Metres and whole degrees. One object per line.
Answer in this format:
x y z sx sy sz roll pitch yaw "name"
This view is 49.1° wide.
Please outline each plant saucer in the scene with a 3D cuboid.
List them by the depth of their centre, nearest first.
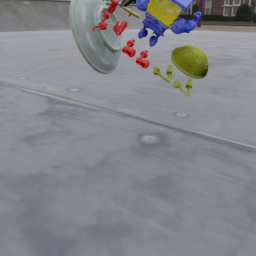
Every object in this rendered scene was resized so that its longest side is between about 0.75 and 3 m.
-0.705 -2.788 8.085 0.595 2.369 2.369 -10 17 28 "plant saucer"

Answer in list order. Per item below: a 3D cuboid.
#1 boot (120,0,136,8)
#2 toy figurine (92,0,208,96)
0.565 -4.782 10.798 1.562 1.180 0.564 -23 40 37 "boot"
0.801 -2.141 5.600 2.690 1.611 1.419 36 50 0 "toy figurine"
